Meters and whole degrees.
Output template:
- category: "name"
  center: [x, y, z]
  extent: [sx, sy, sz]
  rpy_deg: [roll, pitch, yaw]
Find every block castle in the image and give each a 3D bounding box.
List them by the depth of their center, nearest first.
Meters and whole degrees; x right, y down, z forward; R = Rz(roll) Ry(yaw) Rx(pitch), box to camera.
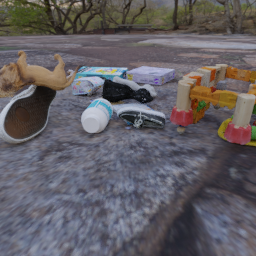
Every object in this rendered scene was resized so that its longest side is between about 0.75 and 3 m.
- category: "block castle"
  center: [2.562, -0.655, 7.336]
  extent: [1.996, 1.401, 2.987]
  rpy_deg: [19, 31, 31]

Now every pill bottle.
- category: "pill bottle"
  center: [-0.820, -0.298, 7.336]
  extent: [0.673, 0.673, 1.216]
  rpy_deg: [3, 23, 7]

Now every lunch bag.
- category: "lunch bag"
  center: [-1.495, -1.596, 10.615]
  extent: [1.036, 0.658, 0.878]
  rpy_deg: [-2, 18, 22]

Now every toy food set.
- category: "toy food set"
  center: [3.151, -0.019, 6.706]
  extent: [1.863, 0.608, 1.096]
  rpy_deg: [8, 23, 19]

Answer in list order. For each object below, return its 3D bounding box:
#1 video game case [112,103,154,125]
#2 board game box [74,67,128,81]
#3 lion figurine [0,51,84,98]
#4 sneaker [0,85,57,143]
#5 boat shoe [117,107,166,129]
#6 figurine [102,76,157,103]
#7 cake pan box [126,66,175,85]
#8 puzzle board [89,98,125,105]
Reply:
- category: "video game case"
  center: [0.234, -0.471, 8.488]
  extent: [1.071, 0.133, 1.497]
  rpy_deg: [-7, 23, -19]
- category: "board game box"
  center: [-1.253, -2.358, 12.659]
  extent: [2.235, 0.524, 1.687]
  rpy_deg: [4, 22, 10]
- category: "lion figurine"
  center: [-2.353, -1.369, 7.497]
  extent: [2.307, 0.836, 1.413]
  rpy_deg: [-2, 45, -7]
- category: "sneaker"
  center: [-2.778, -0.318, 7.447]
  extent: [1.168, 1.005, 2.759]
  rpy_deg: [-30, 22, 22]
- category: "boat shoe"
  center: [0.341, -0.211, 7.415]
  extent: [1.293, 0.477, 0.442]
  rpy_deg: [11, 52, -3]
- category: "figurine"
  center: [0.161, -1.254, 9.711]
  extent: [1.680, 0.741, 1.721]
  rpy_deg: [12, 18, 10]
- category: "cake pan box"
  center: [1.077, -2.466, 12.994]
  extent: [1.747, 0.496, 1.897]
  rpy_deg: [13, 25, 24]
- category: "puzzle board"
  center: [-0.728, -0.860, 9.523]
  extent: [1.018, 0.089, 0.767]
  rpy_deg: [20, 30, 41]
